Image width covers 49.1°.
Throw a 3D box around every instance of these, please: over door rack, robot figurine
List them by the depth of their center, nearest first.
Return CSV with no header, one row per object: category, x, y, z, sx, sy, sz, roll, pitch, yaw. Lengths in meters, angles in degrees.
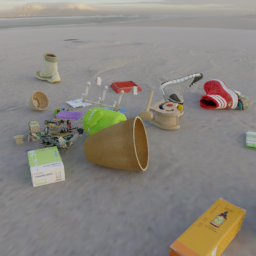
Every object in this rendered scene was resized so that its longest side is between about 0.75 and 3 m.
over door rack,-0.691,-1.247,9.713,1.427,0.643,1.931,11,-17,-23
robot figurine,-0.829,-0.115,10.360,1.955,1.131,1.715,15,3,26

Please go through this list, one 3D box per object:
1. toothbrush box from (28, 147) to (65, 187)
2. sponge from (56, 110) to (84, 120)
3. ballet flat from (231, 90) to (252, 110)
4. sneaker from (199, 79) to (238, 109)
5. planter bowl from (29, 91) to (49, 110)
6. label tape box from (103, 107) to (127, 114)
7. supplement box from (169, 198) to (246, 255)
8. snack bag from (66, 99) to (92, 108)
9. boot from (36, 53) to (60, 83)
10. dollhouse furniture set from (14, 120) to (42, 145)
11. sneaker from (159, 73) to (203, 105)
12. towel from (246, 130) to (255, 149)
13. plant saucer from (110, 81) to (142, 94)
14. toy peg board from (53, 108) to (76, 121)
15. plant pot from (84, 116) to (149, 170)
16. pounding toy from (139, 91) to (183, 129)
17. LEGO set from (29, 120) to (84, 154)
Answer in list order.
toothbrush box,-2.493,1.131,8.478,0.910,0.538,1.250,-10,26,-21
sponge,-2.300,-0.508,11.112,0.965,0.144,0.538,7,26,15
ballet flat,5.372,-1.456,13.740,0.707,0.637,1.878,-19,33,-6
sneaker,4.087,-1.733,13.931,1.557,1.056,2.695,-5,25,-14
planter bowl,-4.264,-1.220,13.160,0.616,0.915,0.915,-15,13,37
label tape box,-0.699,-0.567,12.244,1.116,0.353,0.805,10,27,20
supplement box,1.702,2.302,5.897,0.676,0.699,2.031,24,36,39
snack bag,-2.437,-1.226,13.912,1.041,0.111,0.981,-17,30,-32
boot,-5.071,-3.837,17.508,2.206,1.706,0.795,21,33,37
dollhouse furniture set,-3.894,0.052,10.655,0.967,0.608,1.093,-12,28,-24
sneaker,1.794,-1.209,9.080,1.485,0.857,0.557,-17,1,-1
towel,4.838,0.485,10.314,0.943,0.194,1.264,8,29,20
plant saucer,-0.135,-2.411,16.203,1.524,0.280,1.527,-8,26,-17
toy peg board,-2.828,-0.707,12.430,0.923,0.451,0.919,-1,26,-4
plant pot,-0.397,0.586,8.737,1.761,1.641,1.641,-9,23,17
pounding toy,1.633,-0.846,11.603,1.399,1.403,2.446,12,28,33
LEGO set,-2.496,0.334,10.231,1.808,0.789,2.784,3,13,1
